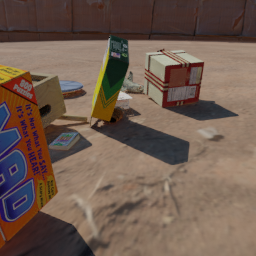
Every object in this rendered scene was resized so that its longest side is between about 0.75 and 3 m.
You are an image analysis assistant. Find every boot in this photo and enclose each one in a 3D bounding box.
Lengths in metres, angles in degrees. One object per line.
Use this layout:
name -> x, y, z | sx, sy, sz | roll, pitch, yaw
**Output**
boot -> -0.916, -0.543, 11.060 | 1.447, 0.555, 1.124 | 12, 28, 10

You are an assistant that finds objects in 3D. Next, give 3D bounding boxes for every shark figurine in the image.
shark figurine -> -0.159, -2.714, 15.469 | 1.519, 2.543, 1.061 | -28, -19, 4

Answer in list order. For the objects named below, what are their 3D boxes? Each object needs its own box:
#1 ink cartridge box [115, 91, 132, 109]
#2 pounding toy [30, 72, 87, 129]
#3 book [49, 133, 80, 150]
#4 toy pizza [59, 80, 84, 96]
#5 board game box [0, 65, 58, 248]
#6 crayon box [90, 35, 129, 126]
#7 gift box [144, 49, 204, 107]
ink cartridge box -> -0.653, -1.225, 12.467 | 1.088, 0.631, 1.869 | -10, 23, -24
pounding toy -> -3.477, -0.694, 9.911 | 2.702, 2.087, 2.935 | 11, 35, 28
book -> -2.030, 0.424, 8.986 | 0.626, 0.225, 0.938 | 2, 23, 13
toy pizza -> -3.646, -2.107, 14.974 | 2.527, 0.400, 2.527 | 1, 21, 0
board game box -> -3.232, 0.518, 4.610 | 2.657, 2.654, 2.655 | 17, 38, 26
crayon box -> -0.718, -1.602, 10.193 | 0.743, 2.923, 1.856 | 13, 38, -12
gift box -> 2.172, -2.377, 13.352 | 2.489, 2.297, 2.324 | -6, 31, -22
